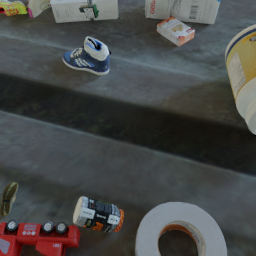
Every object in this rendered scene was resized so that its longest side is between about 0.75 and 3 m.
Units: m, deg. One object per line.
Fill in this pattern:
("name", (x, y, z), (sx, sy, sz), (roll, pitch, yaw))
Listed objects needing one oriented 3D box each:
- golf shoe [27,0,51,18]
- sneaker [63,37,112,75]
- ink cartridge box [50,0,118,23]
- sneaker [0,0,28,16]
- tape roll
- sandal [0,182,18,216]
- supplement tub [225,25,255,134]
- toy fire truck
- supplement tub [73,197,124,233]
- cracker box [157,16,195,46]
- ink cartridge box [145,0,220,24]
("golf shoe", (-3.381, -5.083, 11.212), (0.870, 0.716, 1.901), (10, 56, 3))
("sneaker", (-1.383, -2.474, 8.970), (1.761, 1.290, 0.710), (21, 57, 14))
("ink cartridge box", (-1.660, -5.169, 10.830), (2.467, 1.040, 1.802), (-6, 70, -4))
("sneaker", (-4.575, -4.653, 11.063), (1.340, 0.524, 0.605), (11, 65, 14))
("tape roll", (1.063, 2.514, 5.847), (1.841, 0.608, 1.841), (0, 55, -1))
("sandal", (-2.826, 1.695, 6.695), (0.323, 0.217, 0.805), (3, 69, 9))
("supplement tub", (3.913, -1.332, 7.745), (1.995, 1.995, 2.762), (1, 55, 1))
("toy fire truck", (-1.633, 2.792, 5.670), (2.338, 0.570, 1.649), (2, 55, 1))
("supplement tub", (-0.643, 1.915, 6.134), (1.003, 0.615, 0.615), (19, 53, -15))
("cracker box", (1.755, -3.585, 10.343), (0.796, 0.343, 1.189), (-35, 62, -22))
("ink cartridge box", (2.077, -5.151, 10.454), (2.696, 1.956, 1.128), (8, 55, 6))
